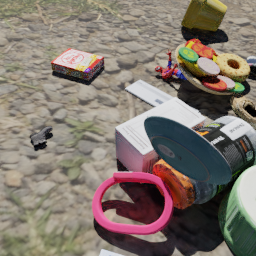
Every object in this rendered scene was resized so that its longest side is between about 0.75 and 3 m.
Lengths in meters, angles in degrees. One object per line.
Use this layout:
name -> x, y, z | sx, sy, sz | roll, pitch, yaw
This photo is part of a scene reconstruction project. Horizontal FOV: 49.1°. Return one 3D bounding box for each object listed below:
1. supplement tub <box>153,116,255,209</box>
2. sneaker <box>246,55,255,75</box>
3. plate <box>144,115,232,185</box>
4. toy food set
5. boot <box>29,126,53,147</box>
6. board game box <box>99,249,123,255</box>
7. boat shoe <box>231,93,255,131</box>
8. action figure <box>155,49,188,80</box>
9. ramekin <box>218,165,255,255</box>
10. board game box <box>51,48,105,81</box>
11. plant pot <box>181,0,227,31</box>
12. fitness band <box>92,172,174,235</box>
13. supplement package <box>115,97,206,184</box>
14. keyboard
supplement tub -> 2.032, 0.869, 7.270 | 2.625, 1.608, 1.608 | -27, 50, -26
sneaker -> 5.660, -2.265, 11.385 | 1.927, 0.676, 0.790 | 25, 68, 25
plate -> 0.865, 0.438, 4.529 | 1.652, 1.652, 0.211 | 30, 70, 28
toy food set -> 3.164, -2.351, 10.666 | 2.960, 0.720, 2.929 | 35, 46, 6
boot -> -2.673, 0.293, 8.889 | 0.796, 0.278, 0.524 | -32, 54, -15
board game box -> 0.141, 3.629, 5.221 | 2.110, 0.435, 2.116 | 11, 45, 11
boat shoe -> 4.106, -0.677, 9.623 | 0.658, 0.596, 1.846 | -5, 44, -5
action figure -> 2.174, -2.392, 11.118 | 2.266, 1.121, 0.739 | 12, 43, 15
ramekin -> 3.434, 1.976, 6.404 | 2.429, 1.187, 2.429 | 0, 44, 0
board game box -> -2.117, -2.732, 11.903 | 1.809, 0.419, 1.370 | 17, 46, 17
plant pot -> 3.920, -5.879, 14.291 | 1.837, 1.953, 1.953 | 24, 47, 2
fitness band -> 0.095, 1.805, 6.773 | 2.009, 0.376, 1.443 | -1, 66, 17
supplement package -> 0.907, 0.299, 8.112 | 2.299, 1.259, 1.308 | -27, 50, -25
keyboard -> 1.216, -1.005, 10.334 | 2.963, 0.158, 0.834 | 34, 58, 31
